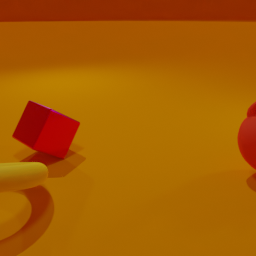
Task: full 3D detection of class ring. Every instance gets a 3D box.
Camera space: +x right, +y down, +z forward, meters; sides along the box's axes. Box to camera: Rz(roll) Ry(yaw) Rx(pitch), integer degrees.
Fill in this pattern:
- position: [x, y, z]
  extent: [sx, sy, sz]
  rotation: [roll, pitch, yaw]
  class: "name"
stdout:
- position: [-2.228, 0.786, 4.500]
  extent: [1.831, 0.366, 1.831]
  rotation: [-3, -4, 0]
  class: "ring"

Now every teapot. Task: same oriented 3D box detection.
- position: [2.673, 0.178, 5.252]
  extent: [1.161, 1.867, 0.914]
  rotation: [-20, -3, -35]
  class: "teapot"

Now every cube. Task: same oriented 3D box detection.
- position: [-1.770, 0.038, 6.097]
  extent: [0.886, 0.886, 0.886]
  rotation: [20, -6, 39]
  class: "cube"
